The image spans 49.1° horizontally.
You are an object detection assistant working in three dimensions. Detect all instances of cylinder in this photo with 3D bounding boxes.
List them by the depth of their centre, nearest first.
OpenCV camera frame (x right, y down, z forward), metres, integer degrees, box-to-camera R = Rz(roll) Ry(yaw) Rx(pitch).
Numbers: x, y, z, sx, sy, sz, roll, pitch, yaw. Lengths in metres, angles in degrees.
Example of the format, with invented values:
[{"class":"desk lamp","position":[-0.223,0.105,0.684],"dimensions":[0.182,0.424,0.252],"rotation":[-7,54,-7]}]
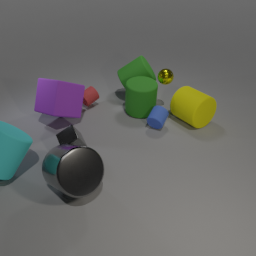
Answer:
[{"class":"cylinder","position":[-1.609,1.193,8.111],"dimensions":[1.400,1.400,1.400],"rotation":[-22,11,-31]},{"class":"cylinder","position":[-3.954,0.675,8.769],"dimensions":[1.400,1.400,1.400],"rotation":[31,1,-1]},{"class":"cylinder","position":[1.224,-0.442,11.525],"dimensions":[0.700,0.700,0.700],"rotation":[17,58,25]},{"class":"cylinder","position":[2.752,-0.900,11.877],"dimensions":[1.400,1.400,1.400],"rotation":[-20,38,-29]},{"class":"cylinder","position":[0.582,-1.380,12.515],"dimensions":[1.400,1.400,1.400],"rotation":[1,38,-1]},{"class":"cylinder","position":[-1.821,-1.488,13.111],"dimensions":[0.700,0.700,0.700],"rotation":[-39,46,-20]},{"class":"cylinder","position":[0.434,-2.553,13.580],"dimensions":[1.400,1.400,1.400],"rotation":[-29,27,18]}]

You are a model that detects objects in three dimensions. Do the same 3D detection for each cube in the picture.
[{"class":"cube","position":[-2.012,0.451,9.983],"dimensions":[0.700,0.700,0.700],"rotation":[-34,55,1]},{"class":"cube","position":[-2.846,-1.237,11.665],"dimensions":[1.400,1.400,1.400],"rotation":[13,7,38]}]

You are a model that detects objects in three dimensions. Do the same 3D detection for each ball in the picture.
[{"class":"ball","position":[1.642,-2.238,12.218],"dimensions":[0.700,0.700,0.700],"rotation":[0,32,0]}]
